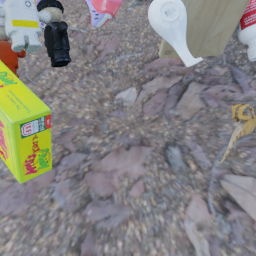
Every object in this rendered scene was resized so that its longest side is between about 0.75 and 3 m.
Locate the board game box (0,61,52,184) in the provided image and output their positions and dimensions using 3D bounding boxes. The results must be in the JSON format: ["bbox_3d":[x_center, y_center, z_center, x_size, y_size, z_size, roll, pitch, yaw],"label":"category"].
[{"bbox_3d":[-2.255,-0.381,4.883,0.606,1.294,2.547,-24,51,-36],"label":"board game box"}]

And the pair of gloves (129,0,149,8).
[{"bbox_3d":[1.201,-3.793,7.051,2.243,1.907,0.393,-25,91,-26],"label":"pair of gloves"}]

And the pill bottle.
[{"bbox_3d":[3.470,-3.060,7.298,1.348,1.348,2.402,-11,89,-8],"label":"pill bottle"}]

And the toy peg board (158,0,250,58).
[{"bbox_3d":[1.741,-2.783,7.082,1.826,1.834,0.897,-6,58,-12],"label":"toy peg board"}]

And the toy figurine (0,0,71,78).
[{"bbox_3d":[-2.648,-2.189,6.268,2.384,2.347,1.658,-12,88,13],"label":"toy figurine"}]

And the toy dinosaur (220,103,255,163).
[{"bbox_3d":[2.395,-0.039,5.816,1.635,0.494,0.868,-30,101,-34],"label":"toy dinosaur"}]

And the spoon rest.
[{"bbox_3d":[0.855,-1.717,5.008,0.687,0.419,1.384,-26,88,0],"label":"spoon rest"}]

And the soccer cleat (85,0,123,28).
[{"bbox_3d":[-0.762,-3.409,6.324,0.855,0.980,2.563,7,53,-38],"label":"soccer cleat"}]

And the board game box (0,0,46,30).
[{"bbox_3d":[-2.918,-3.911,7.319,0.469,2.328,1.781,36,103,40],"label":"board game box"}]
